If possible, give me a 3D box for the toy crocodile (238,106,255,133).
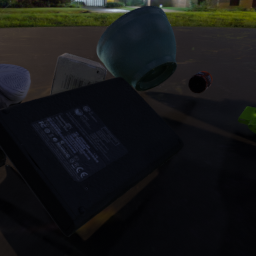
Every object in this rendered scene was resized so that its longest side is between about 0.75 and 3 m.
[{"bbox_3d":[3.560,-0.110,6.355,0.785,0.718,2.326,-53,29,-13],"label":"toy crocodile"}]

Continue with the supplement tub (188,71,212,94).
[{"bbox_3d":[2.527,-1.599,9.621,0.643,0.643,1.202,12,23,25],"label":"supplement tub"}]

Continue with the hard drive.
[{"bbox_3d":[-0.478,0.145,4.908,2.067,0.487,2.962,48,42,14],"label":"hard drive"}]

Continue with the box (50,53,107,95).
[{"bbox_3d":[-1.468,-1.524,8.369,1.322,1.082,2.784,14,13,-12],"label":"box"}]

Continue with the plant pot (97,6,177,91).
[{"bbox_3d":[0.555,-2.488,9.813,2.799,2.799,1.875,-17,71,-34],"label":"plant pot"}]

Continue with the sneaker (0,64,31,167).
[{"bbox_3d":[-2.591,-0.158,5.345,0.935,1.410,2.478,16,40,-10],"label":"sneaker"}]
